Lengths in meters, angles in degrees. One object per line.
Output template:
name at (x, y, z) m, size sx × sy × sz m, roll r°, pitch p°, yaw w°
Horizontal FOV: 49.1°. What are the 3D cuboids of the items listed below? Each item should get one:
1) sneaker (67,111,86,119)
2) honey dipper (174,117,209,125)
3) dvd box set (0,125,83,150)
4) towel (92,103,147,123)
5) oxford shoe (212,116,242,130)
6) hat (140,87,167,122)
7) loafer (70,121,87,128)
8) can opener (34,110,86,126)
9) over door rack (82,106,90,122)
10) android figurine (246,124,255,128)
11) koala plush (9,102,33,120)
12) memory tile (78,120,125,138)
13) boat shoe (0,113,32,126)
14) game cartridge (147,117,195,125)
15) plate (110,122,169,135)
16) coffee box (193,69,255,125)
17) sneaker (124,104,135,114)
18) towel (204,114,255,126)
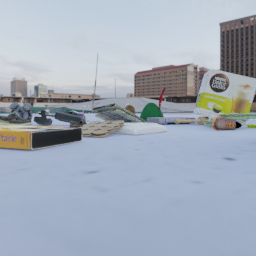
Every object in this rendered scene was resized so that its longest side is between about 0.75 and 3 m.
sneaker at (-3.747, -0.802, 18.935) m, size 1.768 × 0.669 × 0.774 m, roll 2°, pitch 10°, yaw 32°
honey dipper at (3.029, -0.324, 13.220) m, size 2.247 × 0.427 × 0.427 m, roll -3°, pitch 5°, yaw -38°
dvd box set at (-2.580, 0.160, 6.447) m, size 2.501 × 0.368 × 1.830 m, roll 2°, pitch 3°, yaw 23°
towel at (-0.363, -0.395, 10.604) m, size 1.682 × 0.290 × 1.619 m, roll 28°, pitch -19°, yaw -32°
oxford shoe at (3.659, -0.167, 10.358) m, size 1.495 × 0.533 × 0.545 m, roll -3°, pitch 9°, yaw -40°
hat at (1.435, -1.445, 16.811) m, size 2.042 × 2.170 × 2.466 m, roll 0°, pitch 4°, yaw 2°
loafer at (-1.950, -0.157, 11.557) m, size 0.361 × 0.316 × 1.004 m, roll 4°, pitch 5°, yaw 44°
can opener at (-3.174, -0.398, 13.098) m, size 2.393 × 0.795 × 0.630 m, roll 8°, pitch -5°, yaw 9°
over door rack at (-2.572, -0.870, 17.205) m, size 0.454 × 1.006 × 1.362 m, roll -6°, pitch 4°, yaw -8°
android figurine at (5.373, -0.087, 11.757) m, size 0.717 × 0.162 × 0.788 m, roll -2°, pitch 6°, yaw -29°
koala plush at (-5.390, -0.527, 13.648) m, size 1.112 × 1.152 × 1.254 m, roll 4°, pitch 26°, yaw 15°
memory tile at (-0.911, 0.008, 8.465) m, size 1.275 × 0.140 × 1.663 m, roll -1°, pitch 13°, yaw 22°
boat shoe at (-5.287, -0.377, 12.679) m, size 1.826 × 0.600 × 0.652 m, roll 0°, pitch 4°, yaw 1°
game cartridge at (2.261, -0.384, 14.702) m, size 2.183 × 0.419 × 1.415 m, roll -2°, pitch 8°, yaw -23°
plate at (0.126, -0.012, 9.584) m, size 1.880 × 0.305 × 1.884 m, roll 4°, pitch 6°, yaw 40°
coffee box at (4.869, -1.562, 14.326) m, size 2.307 × 2.285 × 2.311 m, roll 15°, pitch 6°, yaw 7°
sneaker at (-0.033, -0.650, 11.690) m, size 0.771 × 0.498 × 1.421 m, roll 41°, pitch -11°, yaw 35°
towel at (4.244, -0.318, 11.842) m, size 1.616 × 0.248 × 2.118 m, roll 0°, pitch -7°, yaw -2°
